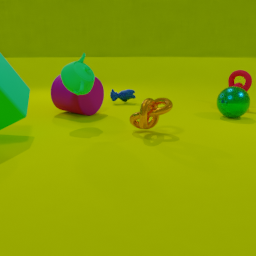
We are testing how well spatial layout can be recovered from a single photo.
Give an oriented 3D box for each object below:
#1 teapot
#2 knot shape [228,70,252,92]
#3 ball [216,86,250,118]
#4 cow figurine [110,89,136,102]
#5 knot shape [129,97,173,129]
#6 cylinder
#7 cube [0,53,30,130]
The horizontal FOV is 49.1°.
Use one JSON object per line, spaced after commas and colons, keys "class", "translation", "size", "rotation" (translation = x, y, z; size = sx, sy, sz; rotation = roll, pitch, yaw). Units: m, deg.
{"class": "teapot", "translation": [-1.299, -1.437, 7.562], "size": [0.934, 0.736, 1.503], "rotation": [26, 41, -33]}
{"class": "knot shape", "translation": [3.900, -1.235, 10.015], "size": [0.661, 1.430, 1.338], "rotation": [10, 49, 3]}
{"class": "ball", "translation": [3.284, -0.804, 8.751], "size": [0.993, 0.993, 0.993], "rotation": [0, 16, 0]}
{"class": "cow figurine", "translation": [-0.234, -1.308, 11.123], "size": [0.905, 0.497, 0.891], "rotation": [-14, -12, 30]}
{"class": "knot shape", "translation": [0.514, -0.352, 6.911], "size": [1.175, 0.543, 1.100], "rotation": [-41, -11, 17]}
{"class": "cylinder", "translation": [-1.668, -1.131, 9.296], "size": [1.274, 1.274, 1.274], "rotation": [12, 20, 33]}
{"class": "cube", "translation": [-3.157, -0.756, 6.390], "size": [1.235, 1.235, 1.235], "rotation": [-25, 40, 6]}
